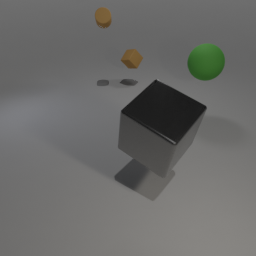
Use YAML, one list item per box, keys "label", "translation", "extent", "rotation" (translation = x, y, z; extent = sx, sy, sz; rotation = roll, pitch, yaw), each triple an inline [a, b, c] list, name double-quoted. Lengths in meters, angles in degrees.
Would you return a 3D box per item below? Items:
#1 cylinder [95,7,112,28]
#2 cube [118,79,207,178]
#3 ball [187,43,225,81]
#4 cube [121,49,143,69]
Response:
- label: "cylinder"
  translation: [-1.074, -4.790, 12.201]
  extent: [0.700, 0.700, 0.700]
  rotation: [-1, 3, -2]
- label: "cube"
  translation: [0.745, 0.010, 6.545]
  extent: [1.400, 1.400, 1.400]
  rotation: [33, 56, 20]
- label: "ball"
  translation: [3.014, -2.539, 10.834]
  extent: [1.400, 1.400, 1.400]
  rotation: [0, 30, 0]
- label: "cube"
  translation: [0.200, -3.511, 14.250]
  extent: [0.700, 0.700, 0.700]
  rotation: [13, 70, 49]
